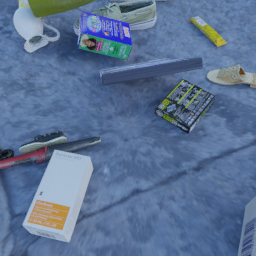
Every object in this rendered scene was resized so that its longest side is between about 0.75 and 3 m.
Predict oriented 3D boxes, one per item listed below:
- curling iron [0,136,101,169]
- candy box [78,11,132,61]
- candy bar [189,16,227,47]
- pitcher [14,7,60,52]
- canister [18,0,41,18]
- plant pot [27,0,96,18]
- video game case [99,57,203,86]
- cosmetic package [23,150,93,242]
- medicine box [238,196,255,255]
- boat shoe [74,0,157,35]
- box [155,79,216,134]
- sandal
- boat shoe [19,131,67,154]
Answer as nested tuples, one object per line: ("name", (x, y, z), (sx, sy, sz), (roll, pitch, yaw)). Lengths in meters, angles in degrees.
("curling iron", (-2.118, 0.521, 6.901), (2.919, 0.373, 0.723), (-10, 56, -7))
("candy box", (-0.717, -2.859, 8.653), (1.570, 0.605, 1.327), (8, 47, -15))
("candy bar", (2.731, -3.377, 9.677), (0.423, 0.188, 1.695), (-24, 59, -16))
("pitcher", (-3.042, -3.329, 9.293), (1.249, 0.883, 1.456), (-20, 67, -21))
("canister", (-3.567, -4.350, 10.181), (0.800, 0.466, 1.077), (-8, 57, -6))
("plant pot", (-1.813, -4.572, 8.519), (2.287, 2.140, 2.140), (-5, 56, -3))
("video game case", (0.346, -1.499, 7.141), (2.134, 0.283, 2.987), (-11, 15, -4))
("cosmetic package", (-1.452, 1.439, 6.119), (0.897, 0.630, 1.769), (10, 55, 7))
("medicine box", (3.251, 2.470, 5.137), (2.090, 1.076, 1.904), (18, 57, 11))
("boat shoe", (-0.437, -3.818, 9.537), (2.914, 0.904, 1.049), (-14, 57, -9))
("box", (1.589, -0.642, 7.737), (1.114, 0.308, 1.391), (32, 61, 21))
("sandal", (3.278, -1.620, 8.232), (1.786, 0.588, 0.655), (11, 56, 8))
("boat shoe", (-2.142, 0.325, 7.004), (1.155, 0.432, 0.383), (-18, 57, -13))
